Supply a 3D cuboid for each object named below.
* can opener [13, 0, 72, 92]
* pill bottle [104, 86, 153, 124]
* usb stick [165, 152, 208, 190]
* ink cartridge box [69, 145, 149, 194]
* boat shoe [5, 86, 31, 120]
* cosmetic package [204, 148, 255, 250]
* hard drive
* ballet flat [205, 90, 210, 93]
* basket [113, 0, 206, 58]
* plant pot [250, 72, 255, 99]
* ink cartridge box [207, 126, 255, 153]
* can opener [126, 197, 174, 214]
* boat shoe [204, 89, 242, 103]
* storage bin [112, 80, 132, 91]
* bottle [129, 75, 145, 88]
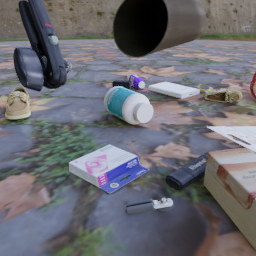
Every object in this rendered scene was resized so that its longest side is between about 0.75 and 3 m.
[{"bbox_3d":[-1.679,-1.752,5.361,0.749,2.364,0.929,-27,-24,29],"label":"can opener"},{"bbox_3d":[0.045,-0.805,10.225,1.119,1.119,2.019,-13,25,-30],"label":"pill bottle"},{"bbox_3d":[1.628,1.007,6.807,1.841,0.300,0.511,-20,29,-40],"label":"usb stick"},{"bbox_3d":[-0.463,0.942,6.975,1.463,0.317,1.437,17,27,39],"label":"ink cartridge box"},{"bbox_3d":[-4.401,-1.032,11.115,0.965,0.865,2.607,-8,23,-19],"label":"boat shoe"},{"bbox_3d":[2.408,1.237,5.431,1.061,0.895,2.052,-5,22,-11],"label":"cosmetic package"},{"bbox_3d":[2.291,-1.924,14.125,1.427,0.289,2.164,-18,29,-38],"label":"hard drive"},{"bbox_3d":[3.908,-1.726,13.620,0.270,0.269,0.806,22,26,1],"label":"ballet flat"},{"bbox_3d":[1.001,-2.812,7.475,2.154,1.465,1.942,-24,7,-39],"label":"basket"},{"bbox_3d":[6.327,-1.960,12.454,1.693,1.693,1.542,15,34,34],"label":"plant pot"},{"bbox_3d":[3.463,0.484,7.358,2.308,0.578,1.857,-3,21,-28],"label":"ink cartridge box"},{"bbox_3d":[0.436,1.562,5.512,0.941,0.313,0.248,-8,19,3],"label":"can opener"},{"bbox_3d":[4.233,-1.382,12.503,1.589,0.582,0.498,2,24,33],"label":"boat shoe"},{"bbox_3d":[-0.297,-2.057,14.025,0.900,0.608,0.422,6,22,15],"label":"storage bin"},{"bbox_3d":[0.482,-2.449,15.001,0.475,0.608,1.456,-7,22,-17],"label":"bottle"}]
